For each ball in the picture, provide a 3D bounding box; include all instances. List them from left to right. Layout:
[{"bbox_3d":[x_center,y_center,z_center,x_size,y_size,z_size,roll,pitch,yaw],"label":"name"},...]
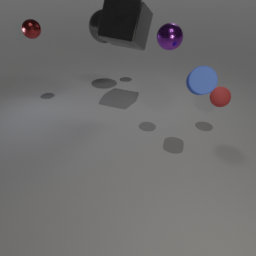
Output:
[{"bbox_3d":[-3.603,-3.691,10.449,0.700,0.700,0.700,0,30,0],"label":"ball"},{"bbox_3d":[-1.001,-4.402,12.142,1.400,1.400,1.400,0,30,0],"label":"ball"},{"bbox_3d":[1.114,-2.424,7.448,0.700,0.700,0.700,0,30,0],"label":"ball"},{"bbox_3d":[3.144,-1.060,9.545,0.700,0.700,0.700,0,30,0],"label":"ball"}]

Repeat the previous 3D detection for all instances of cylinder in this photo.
[{"bbox_3d":[1.869,-1.198,7.158,0.700,0.700,0.700,4,6,6],"label":"cylinder"}]

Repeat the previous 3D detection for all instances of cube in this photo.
[{"bbox_3d":[-0.076,-3.703,10.011,1.400,1.400,1.400,16,9,18],"label":"cube"}]
